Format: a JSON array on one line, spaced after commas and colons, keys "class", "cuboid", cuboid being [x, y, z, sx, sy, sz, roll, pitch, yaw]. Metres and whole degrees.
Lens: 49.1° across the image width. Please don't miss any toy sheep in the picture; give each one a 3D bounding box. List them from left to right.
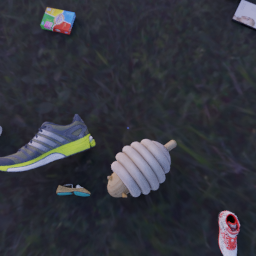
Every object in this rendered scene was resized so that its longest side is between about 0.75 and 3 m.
[{"class": "toy sheep", "cuboid": [0.392, 1.056, 7.702, 2.303, 1.587, 1.587, -41, 78, -11]}]

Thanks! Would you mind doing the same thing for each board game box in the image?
[{"class": "board game box", "cuboid": [-2.440, -3.753, 9.799, 1.017, 0.205, 0.779, 12, 74, 3]}]

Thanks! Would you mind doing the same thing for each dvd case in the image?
[{"class": "dvd case", "cuboid": [4.446, -3.915, 9.892, 1.344, 0.118, 0.959, 26, 75, 7]}]

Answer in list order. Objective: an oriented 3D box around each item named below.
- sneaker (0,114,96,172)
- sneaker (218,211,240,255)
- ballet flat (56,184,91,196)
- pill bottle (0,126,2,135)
[{"class": "sneaker", "cuboid": [-2.411, 0.465, 7.962, 2.841, 1.050, 1.150, -19, 89, -19]}, {"class": "sneaker", "cuboid": [2.752, 2.933, 7.573, 0.443, 0.711, 1.327, -2, 74, -1]}, {"class": "ballet flat", "cuboid": [-1.572, 1.785, 8.125, 0.994, 0.341, 0.313, 3, 59, 0]}, {"class": "pill bottle", "cuboid": [-4.356, 0.012, 8.544, 0.886, 0.492, 0.492, 15, 74, 5]}]
